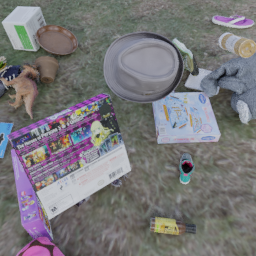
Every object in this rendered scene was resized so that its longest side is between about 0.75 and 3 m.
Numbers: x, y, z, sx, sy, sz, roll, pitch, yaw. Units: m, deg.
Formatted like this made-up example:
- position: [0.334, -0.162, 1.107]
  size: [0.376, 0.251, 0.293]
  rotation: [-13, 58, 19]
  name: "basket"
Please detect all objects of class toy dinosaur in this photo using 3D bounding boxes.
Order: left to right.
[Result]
- position: [-4.040, -1.651, 11.220]
  size: [1.682, 1.065, 2.481]
  rotation: [-27, 68, -9]
  name: "toy dinosaur"

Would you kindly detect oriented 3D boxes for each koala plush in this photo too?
- position: [4.461, -1.377, 10.770]
  size: [2.109, 2.185, 2.378]
  rotation: [-13, 74, -32]
  name: "koala plush"

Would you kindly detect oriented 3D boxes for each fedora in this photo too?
- position: [0.536, -2.068, 9.132]
  size: [2.745, 1.239, 2.428]
  rotation: [9, 91, -2]
  name: "fedora"

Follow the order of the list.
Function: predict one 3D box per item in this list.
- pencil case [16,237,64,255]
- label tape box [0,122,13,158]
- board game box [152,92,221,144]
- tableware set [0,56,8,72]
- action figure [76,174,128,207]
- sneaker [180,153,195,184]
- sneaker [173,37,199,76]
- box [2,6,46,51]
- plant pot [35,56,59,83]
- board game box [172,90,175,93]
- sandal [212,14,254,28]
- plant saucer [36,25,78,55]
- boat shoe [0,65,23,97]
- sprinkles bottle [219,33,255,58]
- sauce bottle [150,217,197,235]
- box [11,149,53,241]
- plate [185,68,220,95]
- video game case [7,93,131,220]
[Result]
- position: [-1.654, 4.085, 6.713]
  size: [2.881, 1.307, 1.349]
  rotation: [33, 26, 25]
  name: "pencil case"
- position: [-5.221, 0.596, 9.889]
  size: [2.153, 0.712, 1.543]
  rotation: [0, 52, -3]
  name: "label tape box"
- position: [2.161, -0.450, 10.870]
  size: [2.260, 0.466, 2.266]
  rotation: [-1, 51, -1]
  name: "board game box"
- position: [-6.009, -2.640, 12.193]
  size: [1.455, 0.331, 2.160]
  rotation: [-35, 37, -6]
  name: "tableware set"
- position: [-0.932, 1.589, 9.067]
  size: [1.427, 0.761, 2.193]
  rotation: [33, 55, 31]
  name: "action figure"
- position: [1.962, 1.203, 9.376]
  size: [0.491, 0.709, 1.174]
  rotation: [8, 51, 6]
  name: "sneaker"
- position: [2.306, -2.996, 12.703]
  size: [1.243, 1.079, 2.806]
  rotation: [-30, 39, 10]
  name: "sneaker"
- position: [-4.943, -4.861, 13.709]
  size: [1.324, 1.538, 1.546]
  rotation: [9, 52, 15]
  name: "box"
- position: [-3.561, -2.490, 12.296]
  size: [1.031, 1.031, 0.899]
  rotation: [-5, 68, -4]
  name: "plant pot"
- position: [0.844, -2.022, 12.249]
  size: [2.472, 0.399, 1.484]
  rotation: [9, 56, 7]
  name: "board game box"
- position: [5.760, -5.889, 15.238]
  size: [2.236, 0.549, 0.910]
  rotation: [5, 51, 4]
  name: "sandal"
- position: [-3.478, -4.234, 13.693]
  size: [2.000, 0.344, 2.000]
  rotation: [13, 53, -17]
  name: "plant saucer"
- position: [-5.162, -1.981, 11.891]
  size: [0.979, 0.789, 2.112]
  rotation: [-5, 50, 6]
  name: "boat shoe"
- position: [3.037, -2.345, 7.879]
  size: [0.485, 0.485, 1.421]
  rotation: [-4, 26, -3]
  name: "sprinkles bottle"
- position: [1.312, 2.881, 8.197]
  size: [1.342, 0.434, 0.434]
  rotation: [4, 51, 5]
  name: "sauce bottle"
- position: [-2.802, 1.949, 8.169]
  size: [0.471, 1.648, 2.408]
  rotation: [-16, 52, -13]
  name: "box"
- position: [3.350, -2.045, 12.324]
  size: [1.420, 0.230, 1.424]
  rotation: [17, 53, 15]
  name: "plate"
- position: [-1.173, 0.615, 6.408]
  size: [2.346, 2.127, 0.420]
  rotation: [-28, 28, -24]
  name: "video game case"
